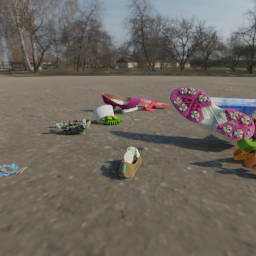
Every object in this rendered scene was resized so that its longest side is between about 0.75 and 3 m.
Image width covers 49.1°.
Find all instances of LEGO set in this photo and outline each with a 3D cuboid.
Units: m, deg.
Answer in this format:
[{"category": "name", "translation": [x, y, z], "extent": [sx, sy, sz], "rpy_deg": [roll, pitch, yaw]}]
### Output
[{"category": "LEGO set", "translation": [-2.113, -0.017, 10.688], "extent": [1.383, 0.604, 2.130], "rpy_deg": [-2, 1, -17]}]

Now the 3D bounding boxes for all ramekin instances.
[{"category": "ramekin", "translation": [-1.036, -0.582, 12.132], "extent": [0.884, 0.464, 0.884], "rpy_deg": [-18, -18, -6]}]

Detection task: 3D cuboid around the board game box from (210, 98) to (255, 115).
[{"category": "board game box", "translation": [5.457, -1.114, 14.633], "extent": [2.885, 0.626, 2.871], "rpy_deg": [4, 13, 14]}]

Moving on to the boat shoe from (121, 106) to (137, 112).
[{"category": "boat shoe", "translation": [0.087, -1.204, 15.331], "extent": [0.513, 0.484, 1.429], "rpy_deg": [9, 16, 32]}]

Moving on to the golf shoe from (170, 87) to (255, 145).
[{"category": "golf shoe", "translation": [2.560, -0.311, 8.971], "extent": [2.822, 1.063, 1.292], "rpy_deg": [36, -7, 25]}]

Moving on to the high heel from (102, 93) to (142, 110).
[{"category": "high heel", "translation": [-0.350, -1.497, 14.213], "extent": [2.083, 0.999, 0.702], "rpy_deg": [-1, 43, 37]}]

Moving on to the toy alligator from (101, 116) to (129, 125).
[{"category": "toy alligator", "translation": [-0.502, -0.292, 11.966], "extent": [1.247, 0.370, 0.338], "rpy_deg": [-3, 55, -16]}]

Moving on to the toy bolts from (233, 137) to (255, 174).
[{"category": "toy bolts", "translation": [3.486, 0.795, 6.991], "extent": [1.440, 0.999, 1.376], "rpy_deg": [-11, -26, -3]}]

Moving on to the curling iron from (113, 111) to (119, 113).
[{"category": "curling iron", "translation": [-0.905, -0.779, 14.327], "extent": [1.185, 0.151, 0.294], "rpy_deg": [-7, 34, -47]}]

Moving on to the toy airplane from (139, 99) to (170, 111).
[{"category": "toy airplane", "translation": [1.360, -1.267, 15.852], "extent": [1.977, 0.364, 1.977], "rpy_deg": [5, 17, -2]}]

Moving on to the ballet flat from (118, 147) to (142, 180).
[{"category": "ballet flat", "translation": [0.057, 0.785, 6.994], "extent": [0.499, 0.532, 1.471], "rpy_deg": [3, 14, 12]}]

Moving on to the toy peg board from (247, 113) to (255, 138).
[{"category": "toy peg board", "translation": [5.159, 0.105, 9.414], "extent": [2.116, 1.035, 2.107], "rpy_deg": [4, -2, 10]}]

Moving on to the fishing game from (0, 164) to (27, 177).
[{"category": "fishing game", "translation": [-3.040, 1.012, 6.908], "extent": [0.937, 0.146, 0.671], "rpy_deg": [2, 16, 8]}]
